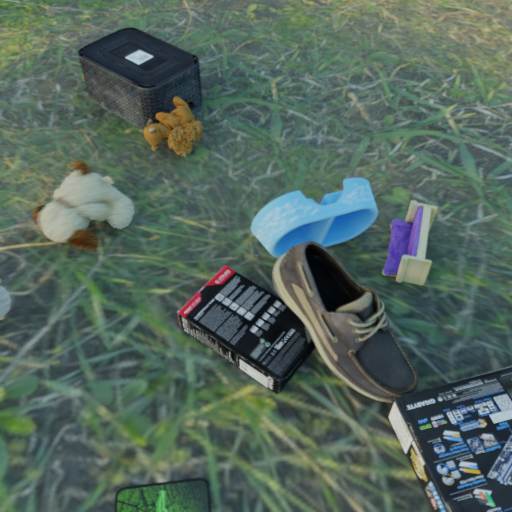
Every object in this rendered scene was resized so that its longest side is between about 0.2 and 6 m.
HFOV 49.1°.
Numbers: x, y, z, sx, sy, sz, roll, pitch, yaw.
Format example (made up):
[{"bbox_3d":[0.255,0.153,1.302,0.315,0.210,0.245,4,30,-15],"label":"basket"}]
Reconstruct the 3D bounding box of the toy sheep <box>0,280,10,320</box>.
[{"bbox_3d":[-4.694,0.811,10.020,0.627,0.909,0.627,-6,42,6],"label":"toy sheep"}]

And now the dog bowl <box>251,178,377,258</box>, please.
[{"bbox_3d":[1.220,-0.688,10.914,2.612,1.456,0.648,-16,62,-21],"label":"dog bowl"}]

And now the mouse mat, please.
[{"bbox_3d":[-1.294,4.019,7.799,1.394,0.065,1.732,-6,49,-5],"label":"mouse mat"}]

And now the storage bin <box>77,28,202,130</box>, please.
[{"bbox_3d":[-2.997,-4.647,14.638,2.867,1.344,1.938,32,55,26],"label":"storage bin"}]

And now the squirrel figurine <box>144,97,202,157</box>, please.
[{"bbox_3d":[-2.005,-2.978,13.415,1.221,0.926,1.309,-33,60,-29],"label":"squirrel figurine"}]

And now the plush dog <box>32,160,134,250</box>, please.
[{"bbox_3d":[-3.708,-0.966,11.477,1.846,1.481,1.585,25,74,20],"label":"plush dog"}]

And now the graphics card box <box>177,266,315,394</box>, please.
[{"bbox_3d":[-0.102,1.244,9.907,2.240,0.570,1.405,29,54,24],"label":"graphics card box"}]

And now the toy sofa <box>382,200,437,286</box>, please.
[{"bbox_3d":[3.079,-0.298,11.192,0.833,0.707,1.707,13,50,10],"label":"toy sofa"}]

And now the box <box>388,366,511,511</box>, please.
[{"bbox_3d":[3.702,3.040,8.267,2.639,0.656,2.620,-12,50,-11],"label":"box"}]

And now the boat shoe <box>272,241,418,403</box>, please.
[{"bbox_3d":[1.483,1.062,9.125,1.164,1.145,3.124,-39,80,-27],"label":"boat shoe"}]
